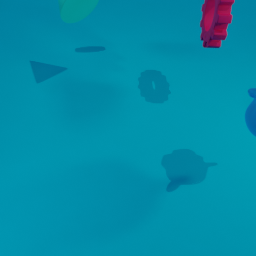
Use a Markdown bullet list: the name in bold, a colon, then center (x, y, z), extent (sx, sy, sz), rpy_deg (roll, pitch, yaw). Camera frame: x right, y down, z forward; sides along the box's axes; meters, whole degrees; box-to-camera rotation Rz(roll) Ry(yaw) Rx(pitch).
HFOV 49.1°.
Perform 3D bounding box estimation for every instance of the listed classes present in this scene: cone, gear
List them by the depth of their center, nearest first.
- **gear**: center (2.412, -3.177, 7.739), extent (0.343, 1.856, 1.856), rpy_deg (2, 48, -1)
- **cone**: center (-1.786, -4.118, 8.237), extent (1.386, 1.386, 1.391), rpy_deg (-34, 82, -27)

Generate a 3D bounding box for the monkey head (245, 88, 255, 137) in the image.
- **monkey head**: center (3.047, -0.342, 5.605), extent (1.341, 1.864, 1.123), rpy_deg (-12, 84, 26)
